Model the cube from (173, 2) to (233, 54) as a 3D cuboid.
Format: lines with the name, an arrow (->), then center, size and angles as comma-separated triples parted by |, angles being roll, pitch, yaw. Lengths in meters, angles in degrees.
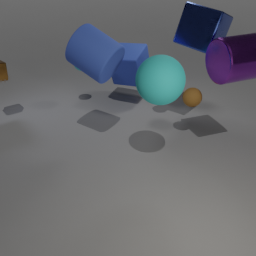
cube -> 2.712, -3.558, 10.110 | 1.400, 1.400, 1.400 | 29, 26, 25

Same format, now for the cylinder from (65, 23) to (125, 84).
cylinder -> -1.046, -2.380, 9.028 | 1.400, 1.400, 1.400 | 35, 38, 7

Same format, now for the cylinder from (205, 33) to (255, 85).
cylinder -> 3.364, -2.140, 8.670 | 1.400, 1.400, 1.400 | -12, 32, -14

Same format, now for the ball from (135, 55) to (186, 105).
ball -> 0.908, -1.343, 7.882 | 1.400, 1.400, 1.400 | 0, 30, 0

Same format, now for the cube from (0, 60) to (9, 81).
cube -> -5.190, -2.230, 10.981 | 0.700, 0.700, 0.700 | -17, 29, -34

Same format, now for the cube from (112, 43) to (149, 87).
cube -> 0.086, -2.889, 12.740 | 1.400, 1.400, 1.400 | 10, 49, 24

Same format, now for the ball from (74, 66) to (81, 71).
ball -> -2.061, -2.875, 12.378 | 0.700, 0.700, 0.700 | 0, 30, 0

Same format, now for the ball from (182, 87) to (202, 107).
ball -> 2.323, -1.112, 10.122 | 0.700, 0.700, 0.700 | 0, 30, 0
